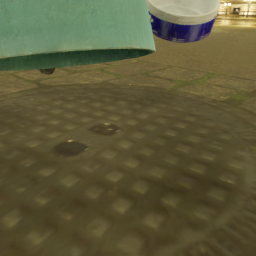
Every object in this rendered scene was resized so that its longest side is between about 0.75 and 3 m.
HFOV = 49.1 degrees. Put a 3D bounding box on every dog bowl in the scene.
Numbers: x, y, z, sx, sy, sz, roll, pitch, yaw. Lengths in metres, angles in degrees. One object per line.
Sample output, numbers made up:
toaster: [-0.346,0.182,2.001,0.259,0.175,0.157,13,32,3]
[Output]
dog bowl: [1.258,-2.837,6.778,1.750,0.689,1.750,2,51,-3]

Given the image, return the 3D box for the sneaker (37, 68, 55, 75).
sneaker: [-2.007,-2.144,6.994,0.741,0.795,2.005,-28,60,21]

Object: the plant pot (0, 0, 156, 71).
plant pot: [-1.159,-2.227,4.325,2.978,2.390,2.978,-6,11,1]
